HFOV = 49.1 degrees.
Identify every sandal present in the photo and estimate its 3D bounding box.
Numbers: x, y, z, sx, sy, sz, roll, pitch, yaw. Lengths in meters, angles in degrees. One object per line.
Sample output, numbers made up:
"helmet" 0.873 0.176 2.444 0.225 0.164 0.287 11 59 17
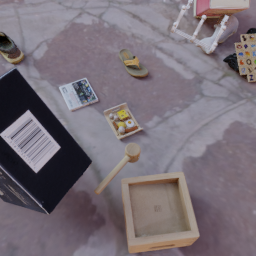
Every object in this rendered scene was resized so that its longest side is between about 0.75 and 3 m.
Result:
"sandal" 0.162 -2.724 11.415 0.728 0.490 1.814 -25 60 -15

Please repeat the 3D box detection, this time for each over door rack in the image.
"over door rack" 2.660 -3.853 10.040 1.683 0.759 2.278 28 54 2

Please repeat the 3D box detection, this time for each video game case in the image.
"video game case" -1.895 -1.296 10.704 1.129 0.145 1.241 -23 59 -14

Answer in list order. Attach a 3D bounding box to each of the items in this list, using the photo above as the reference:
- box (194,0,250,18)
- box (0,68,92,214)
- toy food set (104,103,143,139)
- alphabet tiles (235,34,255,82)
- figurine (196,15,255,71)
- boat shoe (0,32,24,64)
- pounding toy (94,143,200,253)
"box" 3.932 -5.622 11.976 1.649 1.405 2.579 -1 14 -1
"box" -2.641 0.372 6.217 2.612 2.569 1.534 -8 34 47
"toy food set" -0.173 -0.269 9.882 0.932 0.392 1.299 -23 60 -14
"alphabet tiles" 5.018 -2.791 11.086 1.581 0.060 1.900 -9 88 -13
"figurine" 4.262 -3.541 11.751 2.262 0.974 2.207 38 69 22
"boat shoe" -5.397 -3.672 11.816 2.568 0.844 0.917 37 64 21
"pounding toy" 0.340 1.915 7.930 2.471 1.287 2.813 -6 57 -4
